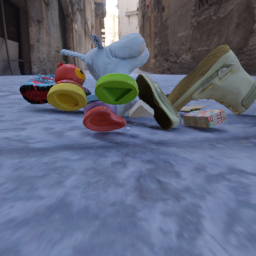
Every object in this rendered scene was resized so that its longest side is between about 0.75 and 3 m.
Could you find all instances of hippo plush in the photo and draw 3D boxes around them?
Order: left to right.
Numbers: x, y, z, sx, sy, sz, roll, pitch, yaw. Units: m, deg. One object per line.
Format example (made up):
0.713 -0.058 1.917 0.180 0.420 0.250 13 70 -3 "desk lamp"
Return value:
-0.162 -1.418 8.170 2.056 2.076 2.581 -24 -12 17 "hippo plush"

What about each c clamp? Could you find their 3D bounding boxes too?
1.355 -0.794 9.349 0.798 0.682 0.108 -12 6 -24 "c clamp"

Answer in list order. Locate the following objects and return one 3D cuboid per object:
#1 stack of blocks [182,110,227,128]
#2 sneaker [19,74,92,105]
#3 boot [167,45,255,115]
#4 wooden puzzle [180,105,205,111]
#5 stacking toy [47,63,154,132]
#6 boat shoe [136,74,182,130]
1.915 -0.255 7.097 0.561 0.285 0.974 -20 13 -24 "stack of blocks"
-2.439 -1.484 9.907 2.715 1.077 1.297 10 47 16 "sneaker"
2.654 -0.973 8.839 2.063 2.654 0.966 38 20 -21 "boot"
2.182 -0.674 9.792 0.773 0.144 0.715 -14 13 -32 "wooden puzzle"
-0.503 -0.759 6.023 1.792 0.836 1.980 -14 -29 21 "stacking toy"
0.763 -0.712 7.159 0.512 1.629 0.594 -20 -22 -38 "boat shoe"
